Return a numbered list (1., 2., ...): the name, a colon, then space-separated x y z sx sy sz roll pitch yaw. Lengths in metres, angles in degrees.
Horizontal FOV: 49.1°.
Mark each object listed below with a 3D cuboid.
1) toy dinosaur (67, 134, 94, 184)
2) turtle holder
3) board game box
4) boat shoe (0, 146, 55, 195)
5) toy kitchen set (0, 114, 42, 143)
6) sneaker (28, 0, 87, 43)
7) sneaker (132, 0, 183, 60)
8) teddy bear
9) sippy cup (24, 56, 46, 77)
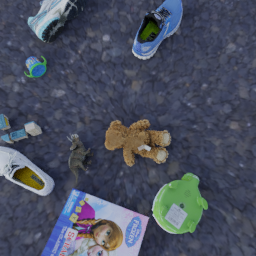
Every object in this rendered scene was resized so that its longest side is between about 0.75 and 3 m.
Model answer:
1. toy dinosaur: -1.691 1.057 9.605 0.846 0.636 1.653 5 81 13
2. turtle holder: 1.495 2.266 8.753 1.483 1.386 1.952 10 69 -11
3. board game box: -1.017 3.568 8.544 2.678 0.552 2.684 19 60 4
4. boat shoe: -3.670 1.363 9.162 2.606 1.111 0.963 33 77 9
5. toy kitchen set: -3.850 -0.154 9.741 1.288 0.759 1.032 -19 77 -5
6. sneaker: -2.703 -4.682 10.740 1.218 1.095 2.822 38 79 12
7. sneaker: 1.203 -3.897 10.438 1.104 1.253 2.811 32 77 8
8. teddy bear: 0.355 0.468 9.551 2.222 0.742 1.611 -5 96 6
9. sippy cup: -3.461 -2.309 10.401 0.819 0.643 0.600 -29 65 -30
